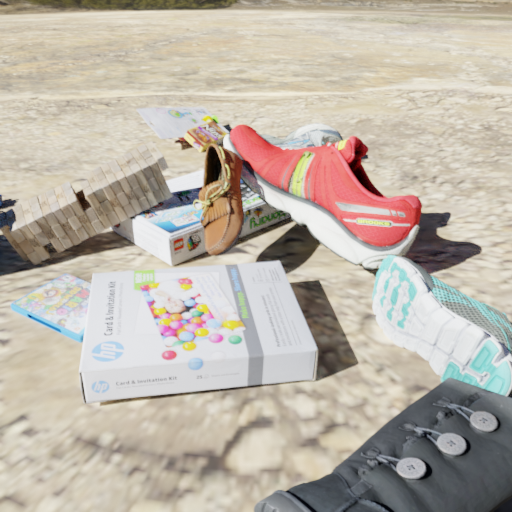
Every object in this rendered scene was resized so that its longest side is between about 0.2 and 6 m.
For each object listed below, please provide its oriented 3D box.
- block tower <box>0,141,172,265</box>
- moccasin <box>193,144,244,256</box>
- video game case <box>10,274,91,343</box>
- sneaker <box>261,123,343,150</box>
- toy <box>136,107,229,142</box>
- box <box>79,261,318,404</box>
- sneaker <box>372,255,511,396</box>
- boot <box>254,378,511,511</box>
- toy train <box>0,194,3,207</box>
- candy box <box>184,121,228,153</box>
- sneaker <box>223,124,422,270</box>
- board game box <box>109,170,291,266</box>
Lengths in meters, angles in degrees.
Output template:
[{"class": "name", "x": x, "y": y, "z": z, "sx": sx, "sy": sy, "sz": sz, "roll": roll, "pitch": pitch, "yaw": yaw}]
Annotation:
[{"class": "block tower", "x": -2.374, "y": -0.751, "z": 8.046, "sx": 2.422, "sy": 0.700, "sz": 0.654, "roll": -29, "pitch": 41, "yaw": -10}, {"class": "moccasin", "x": -0.502, "y": -0.767, "z": 7.345, "sx": 0.615, "sy": 0.649, "sz": 1.683, "roll": -20, "pitch": 54, "yaw": 38}, {"class": "video game case", "x": -2.246, "y": 0.607, "z": 6.867, "sx": 1.232, "sy": 0.110, "sz": 0.882, "roll": 17, "pitch": 33, "yaw": 28}, {"class": "sneaker", "x": 0.820, "y": -1.924, "z": 11.032, "sx": 2.220, "sy": 0.862, "sz": 0.958, "roll": -17, "pitch": 47, "yaw": -19}, {"class": "toy", "x": -1.707, "y": -2.968, "z": 12.963, "sx": 1.931, "sy": 0.456, "sz": 1.112, "roll": -18, "pitch": 56, "yaw": -38}, {"class": "box", "x": -0.664, "y": 0.735, "z": 6.141, "sx": 2.282, "sy": 0.470, "sz": 1.779, "roll": -4, "pitch": 30, "yaw": -9}, {"class": "sneaker", "x": 2.133, "y": 0.752, "z": 6.081, "sx": 1.047, "sy": 0.890, "sz": 2.295, "roll": 4, "pitch": 28, "yaw": -26}, {"class": "boot", "x": 1.455, "y": 1.883, "z": 3.961, "sx": 2.319, "sy": 0.761, "sz": 1.911, "roll": -15, "pitch": 33, "yaw": -34}, {"class": "toy train", "x": -4.600, "y": -0.712, "z": 9.153, "sx": 0.348, "sy": 0.259, "sz": 1.520, "roll": 7, "pitch": 30, "yaw": 6}, {"class": "candy box", "x": -1.109, "y": -2.682, "z": 12.552, "sx": 0.538, "sy": 0.260, "sz": 0.922, "roll": 43, "pitch": 40, "yaw": 9}, {"class": "sneaker", "x": 0.935, "y": -1.139, "z": 7.911, "sx": 3.253, "sy": 1.381, "sz": 1.253, "roll": 38, "pitch": 20, "yaw": 26}, {"class": "board game box", "x": -0.751, "y": -0.830, "z": 9.096, "sx": 2.900, "sy": 0.502, "sz": 1.831, "roll": -24, "pitch": 36, "yaw": -37}]
